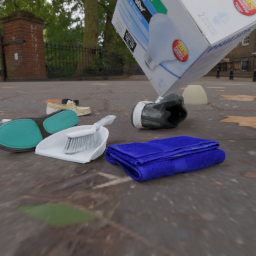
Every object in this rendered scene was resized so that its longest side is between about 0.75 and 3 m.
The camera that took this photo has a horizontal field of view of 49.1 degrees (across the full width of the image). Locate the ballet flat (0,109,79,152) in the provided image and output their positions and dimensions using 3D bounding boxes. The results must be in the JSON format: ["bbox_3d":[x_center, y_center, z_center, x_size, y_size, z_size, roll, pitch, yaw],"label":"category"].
[{"bbox_3d":[-2.174,0.105,6.621,0.825,0.825,2.258,9,21,37],"label":"ballet flat"}]

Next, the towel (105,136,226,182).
[{"bbox_3d":[0.682,0.445,5.314,1.932,0.479,1.427,-6,14,-28],"label":"towel"}]

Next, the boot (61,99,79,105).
[{"bbox_3d":[-3.107,-1.281,14.206,0.735,0.390,1.117,4,1,35],"label":"boot"}]

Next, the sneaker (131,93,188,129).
[{"bbox_3d":[1.385,-0.519,8.999,1.339,0.984,2.960,11,19,32],"label":"sneaker"}]

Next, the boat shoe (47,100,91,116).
[{"bbox_3d":[-2.323,-0.785,11.018,1.730,0.598,0.638,-3,12,-13],"label":"boat shoe"}]

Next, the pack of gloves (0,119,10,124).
[{"bbox_3d":[-3.342,-0.093,8.850,1.240,0.245,1.042,3,4,-15],"label":"pack of gloves"}]

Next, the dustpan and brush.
[{"bbox_3d":[-0.883,0.133,6.495,1.502,0.616,2.153,6,13,29],"label":"dustpan and brush"}]

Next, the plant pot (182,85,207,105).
[{"bbox_3d":[3.611,-1.832,15.242,1.437,0.965,1.437,1,11,0],"label":"plant pot"}]

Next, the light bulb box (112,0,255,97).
[{"bbox_3d":[1.193,-2.640,6.786,1.717,2.727,2.751,-31,-7,-19],"label":"light bulb box"}]
